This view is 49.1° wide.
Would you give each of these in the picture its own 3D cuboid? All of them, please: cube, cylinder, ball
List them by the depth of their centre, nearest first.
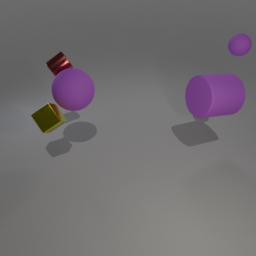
[{"bbox_3d":[3.547,-2.634,8.886,0.700,0.700,0.700,0,33,0],"label":"ball"},{"bbox_3d":[-2.498,-0.308,8.925,0.700,0.700,0.700,-34,0,4],"label":"cube"},{"bbox_3d":[-1.795,-1.258,9.221,1.400,1.400,1.400,0,33,0],"label":"ball"},{"bbox_3d":[2.881,-1.081,9.347,1.400,1.400,1.400,-7,32,-25],"label":"cylinder"},{"bbox_3d":[-2.394,-2.180,9.778,0.700,0.700,0.700,-39,41,-4],"label":"cylinder"}]
